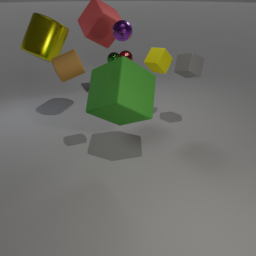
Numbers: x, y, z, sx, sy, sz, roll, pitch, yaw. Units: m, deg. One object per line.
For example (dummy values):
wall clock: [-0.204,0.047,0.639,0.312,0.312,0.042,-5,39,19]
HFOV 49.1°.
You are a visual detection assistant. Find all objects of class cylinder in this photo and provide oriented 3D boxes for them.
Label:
cylinder: [-3.107,-3.315,10.478,1.400,1.400,1.400,23,5,-2]
cylinder: [-1.644,-1.722,7.755,0.700,0.700,0.700,-24,30,-1]

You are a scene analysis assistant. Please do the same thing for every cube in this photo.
cube: [-0.191,-1.003,8.170,1.400,1.400,1.400,-11,-24,44]
cube: [-1.241,-4.835,12.909,1.400,1.400,1.400,14,40,-44]
cube: [2.201,-2.249,10.075,0.700,0.700,0.700,15,-4,-40]
cube: [1.182,-2.610,10.848,0.700,0.700,0.700,19,77,43]

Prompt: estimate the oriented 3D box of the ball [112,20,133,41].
ball: [-0.194,-3.341,9.628,0.700,0.700,0.700,0,28,0]

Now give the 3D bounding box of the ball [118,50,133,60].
ball: [-0.120,-3.359,13.433,0.700,0.700,0.700,0,28,0]

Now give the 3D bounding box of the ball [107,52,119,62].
ball: [-0.693,-3.444,14.033,0.700,0.700,0.700,0,28,0]
